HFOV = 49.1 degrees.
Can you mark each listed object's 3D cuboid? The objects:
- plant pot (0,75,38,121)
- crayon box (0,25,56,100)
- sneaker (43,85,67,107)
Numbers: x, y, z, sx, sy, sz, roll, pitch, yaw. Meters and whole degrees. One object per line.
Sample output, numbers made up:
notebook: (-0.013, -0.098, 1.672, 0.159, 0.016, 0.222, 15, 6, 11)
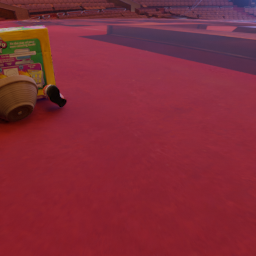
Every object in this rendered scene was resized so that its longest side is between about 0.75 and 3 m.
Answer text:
plant pot: (-3.445, -0.754, 8.510, 1.700, 1.700, 0.785, -20, 69, -36)
crayon box: (-4.067, -2.107, 9.629, 2.839, 2.450, 0.828, -13, 29, -20)
sneaker: (-2.565, -1.176, 9.234, 0.741, 1.382, 0.461, 36, 82, 14)
